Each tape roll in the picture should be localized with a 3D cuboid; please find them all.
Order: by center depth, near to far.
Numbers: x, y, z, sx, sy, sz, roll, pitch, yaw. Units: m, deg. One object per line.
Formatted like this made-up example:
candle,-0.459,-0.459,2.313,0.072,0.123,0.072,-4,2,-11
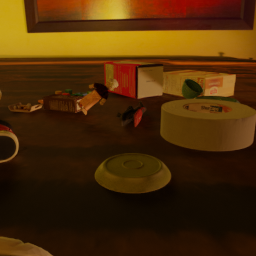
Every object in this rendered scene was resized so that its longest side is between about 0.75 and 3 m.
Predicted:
tape roll,2.063,-0.170,7.400,2.386,0.788,2.386,-1,17,0

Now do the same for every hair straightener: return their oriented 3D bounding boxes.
hair straightener,0.065,-0.552,9.144,0.878,0.467,2.282,3,21,11

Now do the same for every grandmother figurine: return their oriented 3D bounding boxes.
grandmother figurine,-0.966,-1.111,9.073,1.467,0.889,0.444,-36,-14,-2

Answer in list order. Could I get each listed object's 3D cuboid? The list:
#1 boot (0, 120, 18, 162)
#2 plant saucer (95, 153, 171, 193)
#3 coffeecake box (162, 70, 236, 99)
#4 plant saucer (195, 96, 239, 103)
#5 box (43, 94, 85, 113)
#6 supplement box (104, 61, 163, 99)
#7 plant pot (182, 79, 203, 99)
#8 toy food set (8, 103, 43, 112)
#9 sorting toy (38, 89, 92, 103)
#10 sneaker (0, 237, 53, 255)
boot,-3.738,0.226,6.080,2.406,0.871,1.736,0,14,-28
plant saucer,0.090,0.772,5.281,1.436,0.223,1.436,-1,17,0
coffeecake box,3.266,-2.124,13.411,2.145,1.021,2.794,-12,21,-34
plant saucer,3.308,-0.922,10.602,2.074,0.373,2.074,0,17,0
box,-2.360,-0.923,10.363,1.413,0.529,0.708,9,19,21
supplement box,0.187,-2.429,13.586,1.488,1.519,2.940,-12,22,-32
plant pot,2.560,-1.531,11.564,0.871,0.587,0.871,19,41,-18
toy food set,-3.793,-0.827,10.391,0.991,0.299,0.711,5,18,15
sorting toy,-2.679,-1.458,12.368,1.478,0.357,2.624,13,21,36
sneaker,-1.779,1.605,1.615,2.939,1.098,1.205,-13,34,-16
